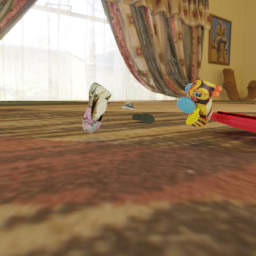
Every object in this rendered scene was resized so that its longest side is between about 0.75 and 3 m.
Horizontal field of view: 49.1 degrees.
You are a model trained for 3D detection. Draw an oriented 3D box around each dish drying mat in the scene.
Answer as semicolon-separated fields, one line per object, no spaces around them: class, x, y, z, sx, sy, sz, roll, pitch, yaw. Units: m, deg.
dish drying mat;2.695;-0.028;5.570;1.122;0.266;2.921;18;4;-11

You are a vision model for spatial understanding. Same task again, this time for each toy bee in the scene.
toy bee;1.344;-0.531;5.286;0.856;1.031;1.575;12;-12;40

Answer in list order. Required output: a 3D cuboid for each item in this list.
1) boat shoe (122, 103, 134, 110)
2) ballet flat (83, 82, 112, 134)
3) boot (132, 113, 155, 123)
boat shoe;0.001;-0.951;12.129;0.331;0.274;0.885;2;0;33
ballet flat;-0.605;-0.525;5.916;0.498;1.439;0.512;33;-47;-27
boot;0.632;-0.318;9.175;0.892;0.302;0.583;11;3;41
